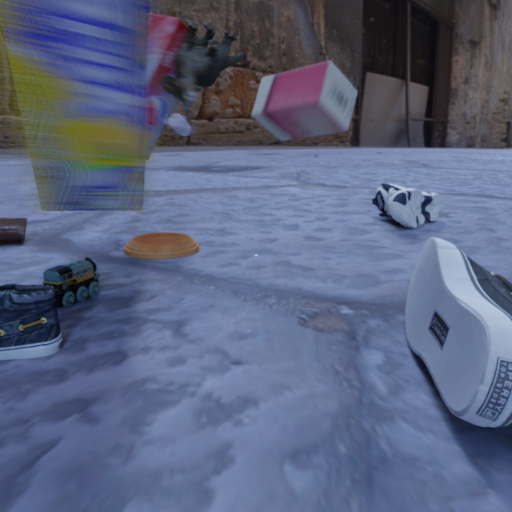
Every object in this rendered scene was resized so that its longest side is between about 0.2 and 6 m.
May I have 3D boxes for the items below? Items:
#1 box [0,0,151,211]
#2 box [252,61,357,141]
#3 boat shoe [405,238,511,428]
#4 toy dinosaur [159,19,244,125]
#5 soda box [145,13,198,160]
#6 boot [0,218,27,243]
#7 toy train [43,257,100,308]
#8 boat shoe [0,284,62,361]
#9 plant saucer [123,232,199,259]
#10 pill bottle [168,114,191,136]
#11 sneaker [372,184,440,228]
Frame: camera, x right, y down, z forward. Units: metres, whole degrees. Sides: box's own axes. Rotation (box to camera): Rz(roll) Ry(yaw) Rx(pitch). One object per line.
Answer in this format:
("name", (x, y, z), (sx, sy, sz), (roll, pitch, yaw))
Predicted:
("box", (-2.031, -2.314, 6.639), (1.492, 4.259, 1.369), (-1, 57, -13))
("box", (0.453, -1.442, 5.303), (0.811, 0.442, 0.519), (1, -21, 42))
("boat shoe", (2.021, 0.647, 5.139), (0.867, 1.051, 3.063), (15, 18, 2))
("toy dinosaur", (-0.896, -3.071, 8.955), (0.863, 1.147, 2.243), (34, 32, -5))
("soda box", (-2.308, -3.575, 11.850), (1.005, 2.870, 0.910), (24, 1, 29))
("boot", (-5.357, -0.553, 10.604), (1.805, 0.580, 1.682), (-13, 31, -32))
("toy train", (-2.340, 0.332, 7.151), (0.382, 0.511, 0.897), (7, 16, 23))
("boat shoe", (-2.705, 0.657, 5.424), (1.534, 0.696, 0.543), (-5, 15, -21))
("plant saucer", (-1.677, -0.207, 9.929), (1.327, 0.248, 1.327), (1, 13, 0))
("pill bottle", (-1.602, -2.753, 11.809), (0.311, 0.311, 0.548), (4, -9, 16))
("sneaker", (3.070, -1.145, 12.492), (1.403, 0.860, 2.155), (9, 16, 37))
